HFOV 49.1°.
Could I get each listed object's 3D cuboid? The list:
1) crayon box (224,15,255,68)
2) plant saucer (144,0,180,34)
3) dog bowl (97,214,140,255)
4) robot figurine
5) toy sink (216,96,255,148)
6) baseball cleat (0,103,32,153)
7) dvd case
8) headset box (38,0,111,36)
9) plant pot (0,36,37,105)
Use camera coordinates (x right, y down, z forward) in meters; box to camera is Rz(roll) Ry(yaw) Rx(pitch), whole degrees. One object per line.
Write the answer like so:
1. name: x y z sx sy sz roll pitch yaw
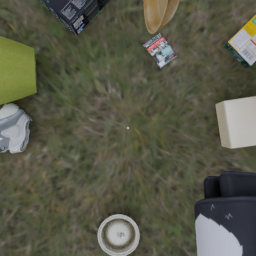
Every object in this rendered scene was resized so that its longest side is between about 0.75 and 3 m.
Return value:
1. crayon box: 3.533 -2.501 7.772 1.448 0.373 0.910 -44 89 0
2. plant saucer: 0.638 -2.606 4.979 0.316 1.787 1.787 0 89 -10
3. dog bowl: -0.251 2.871 7.650 1.136 0.419 1.136 0 88 0
4. robot figurine: 1.689 1.760 4.264 1.325 1.595 2.123 -7 70 19
5. toy sink: 3.435 -0.214 7.395 1.887 1.057 1.230 -9 89 5
6. baseball cleat: -3.573 0.496 7.484 1.288 0.844 2.419 40 90 1
7. dvd case: 0.907 -2.191 7.910 0.594 0.090 0.814 -37 88 -1
8. headset box: -1.591 -3.781 7.551 1.846 0.856 1.607 42 90 1
9. plant pot: -3.600 -1.449 7.014 2.471 2.312 2.312 -3 89 -17
